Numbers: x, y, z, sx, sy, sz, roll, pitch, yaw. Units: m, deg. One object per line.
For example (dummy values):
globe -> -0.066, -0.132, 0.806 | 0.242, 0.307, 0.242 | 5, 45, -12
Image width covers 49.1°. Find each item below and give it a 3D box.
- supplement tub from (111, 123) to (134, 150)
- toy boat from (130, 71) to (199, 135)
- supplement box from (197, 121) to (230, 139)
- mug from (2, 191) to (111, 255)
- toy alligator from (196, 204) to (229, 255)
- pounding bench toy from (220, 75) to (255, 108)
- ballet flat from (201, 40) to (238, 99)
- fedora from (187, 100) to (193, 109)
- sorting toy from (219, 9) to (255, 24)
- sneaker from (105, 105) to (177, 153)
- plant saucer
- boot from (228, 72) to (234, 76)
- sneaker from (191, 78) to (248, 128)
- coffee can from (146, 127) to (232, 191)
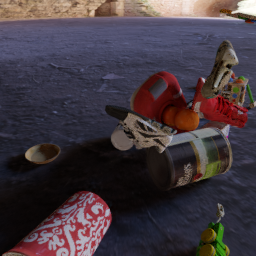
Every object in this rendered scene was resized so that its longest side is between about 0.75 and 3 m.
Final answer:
supplement tub -> -0.038, 0.131, 10.064 | 0.841, 0.841, 1.372 | 6, 28, 12
toy boat -> 1.456, -0.351, 8.900 | 1.819, 2.788, 1.822 | -46, 39, -16
supplement box -> 3.037, 0.233, 10.051 | 0.676, 0.662, 1.308 | 22, 35, 37
mug -> -1.450, 2.212, 5.635 | 1.803, 1.355, 2.031 | 13, 27, 20
toy alligator -> 1.761, 2.456, 6.005 | 0.563, 0.615, 2.073 | -33, 12, 30
pounding bench toy -> 5.246, -1.717, 13.087 | 1.647, 1.284, 1.023 | 15, 31, 26
ballet flat -> 1.911, -1.165, 5.594 | 0.445, 1.311, 0.494 | 28, -5, -26
fedora -> 2.504, -0.532, 11.269 | 1.542, 1.542, 0.704 | -27, 71, -41
sorting toy -> 3.888, -3.854, 9.730 | 1.600, 0.214, 1.192 | 9, 21, -8
sneaker -> 0.212, 0.062, 6.400 | 1.789, 0.792, 0.663 | 24, 6, -16
plant saucer -> -2.817, 0.884, 9.313 | 1.132, 0.200, 1.132 | 0, 28, 0
boot -> 5.390, -2.687, 15.738 | 1.715, 0.643, 0.919 | -17, 35, -14
sneaker -> 3.069, -0.781, 9.057 | 1.716, 1.164, 2.971 | 14, 1, 19
coffee can -> 1.710, 0.837, 8.034 | 1.986, 1.453, 1.453 | -11, 30, -20
